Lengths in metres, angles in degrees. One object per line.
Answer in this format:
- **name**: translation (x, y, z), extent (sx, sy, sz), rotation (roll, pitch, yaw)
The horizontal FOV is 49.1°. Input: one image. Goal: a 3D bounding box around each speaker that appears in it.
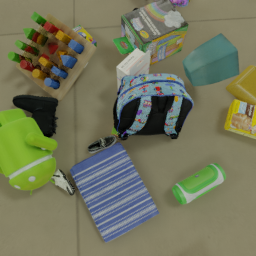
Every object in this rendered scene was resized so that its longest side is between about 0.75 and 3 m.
- **speaker**: translation (2.447, 1.914, 9.666), extent (1.792, 0.793, 0.793), rotation (-27, 69, -11)

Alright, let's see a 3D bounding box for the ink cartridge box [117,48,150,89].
- **ink cartridge box**: translation (0.202, -2.171, 10.731), extent (0.692, 2.049, 1.194), rotation (38, 71, 14)

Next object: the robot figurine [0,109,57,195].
- **robot figurine**: translation (-3.543, 0.802, 9.464), extent (2.528, 1.667, 2.881), rotation (-29, 89, 23)

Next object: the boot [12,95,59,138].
- **boot**: translation (-3.597, -0.425, 10.744), extent (1.915, 0.709, 1.569), rotation (3, 68, -1)

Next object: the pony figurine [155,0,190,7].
- **pony figurine**: translation (1.463, -6.038, 12.711), extent (2.337, 2.016, 2.421), rotation (-28, 54, -21)

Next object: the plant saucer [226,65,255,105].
- **plant saucer**: translation (5.227, -1.677, 11.411), extent (1.749, 0.424, 1.748), rotation (-41, 72, -16)

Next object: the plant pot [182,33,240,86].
- **plant pot**: translation (2.838, -2.236, 9.816), extent (1.627, 1.150, 1.150), rotation (-26, 48, 5)

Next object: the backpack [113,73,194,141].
- **backpack**: translation (0.818, -0.896, 9.648), extent (2.640, 2.892, 1.945), rotation (-1, 67, -5)

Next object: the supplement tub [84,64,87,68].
- **supplement tub**: translation (-2.306, -3.039, 11.760), extent (1.164, 0.840, 0.840), rotation (35, 71, 14)

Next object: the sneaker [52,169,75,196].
- **sneaker**: translation (-2.278, 1.982, 9.893), extent (0.436, 0.402, 1.090), rotation (-41, 67, -4)

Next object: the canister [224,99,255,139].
- **canister**: translation (4.712, -0.255, 10.618), extent (1.781, 0.771, 1.323), rotation (18, 68, 9)

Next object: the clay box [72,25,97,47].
- **clay box**: translation (-2.149, -3.970, 12.432), extent (0.846, 0.350, 1.472), rotation (-37, 72, -15)

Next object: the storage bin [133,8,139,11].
- **storage bin**: translation (0.358, -4.935, 12.800), extent (0.655, 0.454, 0.969), rotation (31, 71, 13)

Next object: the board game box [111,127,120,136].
- **board game box**: translation (-0.227, -0.196, 10.911), extent (0.537, 0.168, 1.124), rotation (17, 69, 4)

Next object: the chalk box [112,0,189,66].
- **chalk box**: translation (0.767, -3.767, 11.619), extent (2.784, 1.724, 1.732), rotation (-26, 71, -10)

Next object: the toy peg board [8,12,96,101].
- **toy peg board**: translation (-3.135, -2.889, 10.889), extent (2.620, 1.287, 2.631), rotation (39, 100, 15)

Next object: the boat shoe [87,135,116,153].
- **boat shoe**: translation (-0.981, 0.556, 10.456), extent (1.150, 0.393, 0.425), rotation (-20, 68, -8)

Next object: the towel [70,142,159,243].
- **towel**: translation (-0.523, 2.145, 9.712), extent (2.092, 0.345, 2.889), rotation (-27, 73, -7)
